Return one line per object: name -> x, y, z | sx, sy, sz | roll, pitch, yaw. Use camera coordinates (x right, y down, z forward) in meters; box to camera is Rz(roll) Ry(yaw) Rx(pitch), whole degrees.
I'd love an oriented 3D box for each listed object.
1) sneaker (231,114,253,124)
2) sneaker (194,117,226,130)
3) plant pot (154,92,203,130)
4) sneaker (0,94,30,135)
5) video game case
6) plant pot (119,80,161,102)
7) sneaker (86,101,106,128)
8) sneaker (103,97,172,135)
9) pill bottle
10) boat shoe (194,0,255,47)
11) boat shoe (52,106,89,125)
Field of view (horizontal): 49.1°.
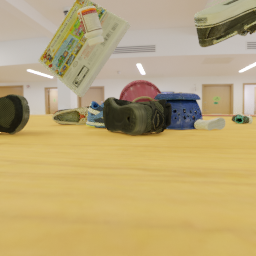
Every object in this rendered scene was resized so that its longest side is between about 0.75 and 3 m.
sneaker -> 5.503, -0.440, 13.867 | 0.593, 0.504, 1.299 | -5, 4, -18
sneaker -> 2.774, -0.160, 9.572 | 1.165, 0.429, 0.673 | -4, 8, -40
plant pot -> 1.762, -0.614, 10.039 | 1.424, 1.281, 1.425 | -5, 6, -44
sneaker -> -3.853, -0.304, 7.285 | 2.772, 1.060, 1.588 | -1, 4, 33
video game case -> -1.657, -2.944, 9.872 | 2.655, 2.917, 0.334 | 40, 10, 29
plant pot -> 0.570, -0.856, 11.207 | 1.902, 1.902, 1.702 | 0, 20, -1
sneaker -> -0.508, -0.492, 10.194 | 2.488, 1.023, 0.920 | 4, 3, 29
sneaker -> 0.247, -0.357, 8.244 | 1.567, 1.046, 2.736 | 0, 6, -28
pill bottle -> -0.971, -2.698, 7.434 | 0.506, 0.923, 0.506 | -16, 14, 4
boat shoe -> 3.024, -2.942, 7.380 | 2.896, 0.922, 1.024 | -23, 30, -11
boat shoe -> -2.157, -0.544, 12.529 | 2.407, 0.857, 0.753 | -2, 7, -1
